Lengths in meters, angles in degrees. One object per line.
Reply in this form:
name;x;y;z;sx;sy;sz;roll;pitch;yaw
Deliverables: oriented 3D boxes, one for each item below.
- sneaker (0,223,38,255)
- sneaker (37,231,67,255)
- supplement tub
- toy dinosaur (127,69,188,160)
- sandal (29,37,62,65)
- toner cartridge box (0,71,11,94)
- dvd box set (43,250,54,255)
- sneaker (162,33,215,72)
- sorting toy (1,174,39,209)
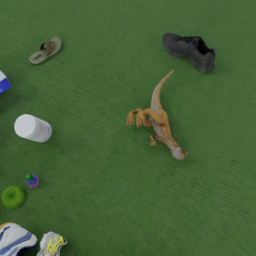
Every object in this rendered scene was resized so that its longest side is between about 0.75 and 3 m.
sneaker;-2.419;2.800;5.175;0.858;0.733;1.946;21;65;6
sneaker;-1.561;2.668;5.392;0.478;0.472;1.252;10;63;5
supplement tub;-2.184;0.019;6.515;0.536;0.813;0.536;-2;78;11
toy dinosaur;0.715;-0.309;7.061;1.384;0.787;2.605;3;62;-27
sandal;-2.421;-2.318;8.282;0.462;0.332;1.165;34;66;17
toner cartridge box;-4.292;-0.876;7.114;2.260;0.488;1.074;-41;75;-20
dvd box set;-1.218;3.223;4.924;1.687;0.248;1.235;41;67;2
sneaker;1.774;-2.362;8.044;1.775;0.805;0.674;34;68;19
sorting toy;-2.647;1.486;6.028;1.524;0.525;0.529;-37;67;-18
